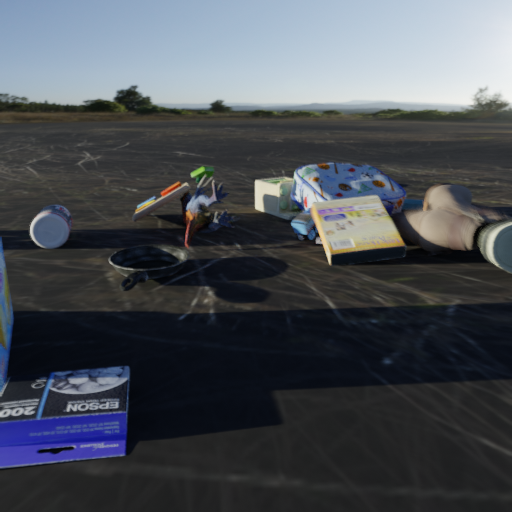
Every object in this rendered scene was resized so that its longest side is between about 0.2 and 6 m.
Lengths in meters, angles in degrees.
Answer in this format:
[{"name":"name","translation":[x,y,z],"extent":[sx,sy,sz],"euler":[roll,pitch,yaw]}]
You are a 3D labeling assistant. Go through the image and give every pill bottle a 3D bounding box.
[{"name":"pill bottle","translation":[-3.900,-0.600,10.767],"extent":[0.679,0.679,1.172],"euler":[-4,17,-12]}]

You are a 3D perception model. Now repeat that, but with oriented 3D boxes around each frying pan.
[{"name":"frying pan","translation":[-1.587,0.205,8.737],"extent":[1.282,0.345,2.119],"euler":[-7,20,-19]}]

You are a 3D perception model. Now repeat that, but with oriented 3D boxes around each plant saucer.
[{"name":"plant saucer","translation":[3.887,-1.263,13.813],"extent":[1.972,0.187,0.690],"euler":[6,18,17]}]

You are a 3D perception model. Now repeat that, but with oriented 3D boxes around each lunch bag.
[{"name":"lunch bag","translation":[1.990,-1.285,12.306],"extent":[2.342,0.885,1.877],"euler":[-10,40,-25]}]

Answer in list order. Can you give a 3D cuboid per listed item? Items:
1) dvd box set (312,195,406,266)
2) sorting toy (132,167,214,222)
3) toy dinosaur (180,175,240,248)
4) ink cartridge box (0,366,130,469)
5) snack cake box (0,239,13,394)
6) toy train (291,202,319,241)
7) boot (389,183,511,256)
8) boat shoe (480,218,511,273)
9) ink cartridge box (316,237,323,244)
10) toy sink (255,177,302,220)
[{"name":"dvd box set","translation":[1.791,-0.499,10.072],"extent":[1.309,0.263,1.789],"euler":[-8,35,-2]},{"name":"sorting toy","translation":[-1.819,-1.408,12.295],"extent":[2.013,0.296,1.488],"euler":[-31,10,-2]},{"name":"toy dinosaur","translation":[-1.283,-0.939,11.512],"extent":[2.226,1.169,2.020],"euler":[-28,11,-39]},{"name":"ink cartridge box","translation":[-1.727,1.395,4.995],"extent":[1.158,0.254,1.169],"euler":[-3,18,-11]},{"name":"snack cake box","translation":[-3.114,0.580,6.093],"extent":[0.670,1.148,1.996],"euler":[-6,18,-19]},{"name":"toy train","translation":[1.082,-0.697,11.046],"extent":[0.386,0.509,0.891],"euler":[14,49,40]},{"name":"boot","translation":[3.893,-0.679,10.484],"extent":[2.725,0.957,1.992],"euler":[-23,23,-30]},{"name":"boat shoe","translation":[4.473,-0.231,9.161],"extent":[2.685,0.964,0.908],"euler":[-6,15,-33]},{"name":"ink cartridge box","translation":[1.677,-0.451,10.752],"extent":[1.050,0.356,0.609],"euler":[0,13,7]},{"name":"toy sink","translation":[0.723,-1.399,13.186],"extent":[0.909,0.781,1.395],"euler":[-11,21,-31]}]
